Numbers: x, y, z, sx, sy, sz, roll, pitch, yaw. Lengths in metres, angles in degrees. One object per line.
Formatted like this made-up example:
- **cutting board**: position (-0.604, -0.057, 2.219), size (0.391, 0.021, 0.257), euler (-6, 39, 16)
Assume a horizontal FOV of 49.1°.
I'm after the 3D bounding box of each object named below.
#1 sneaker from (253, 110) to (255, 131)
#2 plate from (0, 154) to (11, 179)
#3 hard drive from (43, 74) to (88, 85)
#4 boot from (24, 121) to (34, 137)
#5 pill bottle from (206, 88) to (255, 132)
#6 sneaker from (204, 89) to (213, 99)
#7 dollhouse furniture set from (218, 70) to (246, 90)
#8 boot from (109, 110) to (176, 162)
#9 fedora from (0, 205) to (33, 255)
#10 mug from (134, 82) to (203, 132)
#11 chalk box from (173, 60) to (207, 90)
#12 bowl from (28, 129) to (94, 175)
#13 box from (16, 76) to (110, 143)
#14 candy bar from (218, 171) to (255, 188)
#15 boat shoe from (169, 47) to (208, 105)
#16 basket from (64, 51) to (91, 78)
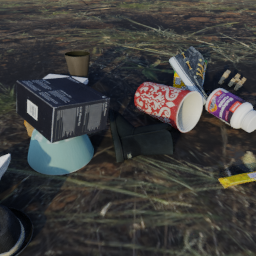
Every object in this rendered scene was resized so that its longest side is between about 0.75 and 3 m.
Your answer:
- **sneaker**: position (5.790, -0.131, 11.151), size (2.123, 0.804, 0.818), euler (5, 51, 11)
- **plate**: position (-4.488, 1.954, 7.241), size (2.667, 0.432, 2.673), euler (-21, 27, 17)
- **hard drive**: position (-3.296, -2.258, 14.112), size (2.171, 0.275, 1.433), euler (9, 34, 14)
- **boot**: position (-2.854, -0.582, 11.505), size (2.765, 0.973, 1.979), euler (-13, 35, -12)
- **pill bottle**: position (4.163, -0.680, 11.063), size (1.108, 1.108, 1.988), euler (-20, 42, -29)
- **sneaker**: position (3.608, -1.531, 13.287), size (1.672, 0.651, 0.586), euler (8, 34, 11)
- **dollhouse furniture set**: position (5.552, -2.472, 15.000), size (1.105, 0.719, 1.015), euler (38, 45, 15)
- **boot**: position (0.456, 0.149, 10.299), size (2.146, 0.975, 2.554), euler (-8, 40, -6)
- **fedora**: position (-3.303, 2.417, 6.890), size (1.876, 0.857, 1.876), euler (0, 32, 0)
- **mug**: position (1.699, -0.861, 11.807), size (2.482, 2.203, 1.656), euler (25, 75, 41)
- **chalk box**: position (3.255, -2.781, 14.551), size (1.410, 1.403, 2.266), euler (10, 34, 14)
- **bowl**: position (-2.388, 0.424, 9.709), size (2.312, 1.210, 2.312), euler (0, 33, 0)
- **box**: position (-2.128, -0.713, 9.096), size (2.073, 1.185, 2.277), euler (-16, 37, -42)
- **candy bar**: position (3.639, 1.598, 8.818), size (1.563, 0.173, 0.390), euler (-8, 37, -13)
- **boat shoe**: position (2.996, -2.411, 12.372), size (1.320, 1.029, 2.908), euler (-33, 59, 12)
- **basket**: position (-2.663, -3.280, 15.206), size (1.394, 1.547, 1.052), euler (0, 33, 1)
